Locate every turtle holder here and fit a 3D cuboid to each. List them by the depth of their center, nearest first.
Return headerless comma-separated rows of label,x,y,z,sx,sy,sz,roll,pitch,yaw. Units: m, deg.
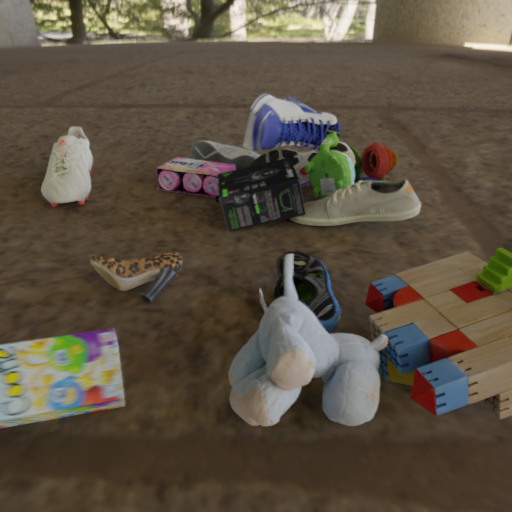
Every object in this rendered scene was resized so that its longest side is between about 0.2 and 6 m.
turtle holder,1.722,-2.007,12.930,0.968,1.036,1.364,-22,77,-48

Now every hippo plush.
hippo plush,0.675,1.416,7.035,1.619,1.604,2.014,25,36,-16

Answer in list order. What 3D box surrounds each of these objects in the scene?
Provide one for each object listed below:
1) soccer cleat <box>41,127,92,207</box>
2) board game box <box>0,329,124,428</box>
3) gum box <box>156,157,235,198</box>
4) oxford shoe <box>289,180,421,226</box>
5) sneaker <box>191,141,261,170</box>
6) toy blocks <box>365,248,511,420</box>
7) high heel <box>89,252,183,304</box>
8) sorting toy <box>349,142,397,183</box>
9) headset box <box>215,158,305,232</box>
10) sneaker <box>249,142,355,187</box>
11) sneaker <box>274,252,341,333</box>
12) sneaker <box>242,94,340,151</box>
soccer cleat,-4.697,-2.255,13.950,1.169,1.309,3.375,-5,28,-9
board game box,-2.477,1.482,6.682,1.669,0.860,0.875,-8,72,-13
gum box,-1.459,-1.982,14.170,1.827,0.604,1.037,10,27,19
oxford shoe,2.056,-1.181,12.076,2.849,0.823,1.071,-4,27,21
sneaker,-0.711,-2.622,15.378,2.360,0.830,0.946,20,26,22
toy blocks,2.571,1.058,7.480,2.218,1.622,3.245,-17,27,-8
high heel,-2.073,0.115,9.792,1.510,0.539,1.076,26,58,18
sorting toy,2.905,-2.259,14.197,0.783,1.146,1.908,-9,9,-24
headset box,0.017,-1.371,12.396,1.849,0.858,1.610,-13,27,2
sneaker,1.144,-2.043,14.178,2.739,1.104,1.143,-6,-18,10
sneaker,0.710,0.447,8.962,0.884,0.756,2.133,37,16,-25
sneaker,1.104,-3.260,14.123,1.794,1.255,3.107,23,27,20
